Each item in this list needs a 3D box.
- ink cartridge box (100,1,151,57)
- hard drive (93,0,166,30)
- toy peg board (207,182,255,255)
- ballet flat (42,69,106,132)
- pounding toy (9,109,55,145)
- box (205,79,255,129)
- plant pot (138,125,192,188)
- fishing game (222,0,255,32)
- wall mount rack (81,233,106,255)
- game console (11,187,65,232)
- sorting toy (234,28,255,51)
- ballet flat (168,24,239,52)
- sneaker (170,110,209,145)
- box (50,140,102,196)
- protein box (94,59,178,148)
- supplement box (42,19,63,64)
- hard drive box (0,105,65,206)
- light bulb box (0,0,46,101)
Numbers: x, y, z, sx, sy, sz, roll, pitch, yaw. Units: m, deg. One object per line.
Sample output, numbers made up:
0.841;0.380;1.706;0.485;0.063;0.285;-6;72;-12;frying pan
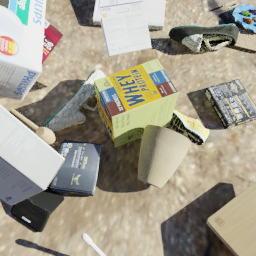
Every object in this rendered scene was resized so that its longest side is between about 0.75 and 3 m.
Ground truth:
-0.071;-2.691;7.622;1.271;0.259;1.274;-14;103;-14;ink cartridge box
0.094;-4.783;10.948;2.699;0.355;1.780;6;76;3;hard drive
3.412;2.694;6.940;2.097;1.026;2.088;-30;50;-16;toy peg board
-1.466;-0.729;8.719;0.998;0.998;2.782;31;66;15;ballet flat
-3.025;0.525;7.772;2.744;1.569;1.574;-9;60;17;pounding toy
3.354;-0.807;9.019;1.202;0.366;1.491;-18;63;-8;box
0.844;0.846;7.701;1.368;1.368;1.461;21;78;11;plant pot
4.920;-4.335;10.827;1.778;0.386;2.484;-29;64;-24;fishing game
-0.640;3.873;6.121;2.438;1.046;2.805;37;67;18;wall mount rack
-2.443;2.106;7.604;1.064;0.619;0.936;26;95;14;game console
4.443;-3.292;10.476;1.042;0.190;0.964;20;63;5;sorting toy
2.730;-3.235;10.043;2.509;0.853;0.858;-3;74;5;ballet flat
1.873;-0.101;8.601;1.428;0.558;0.645;43;58;17;sneaker
-1.424;1.114;7.955;1.177;0.381;1.493;7;60;2;box
0.195;-0.659;8.077;1.886;1.873;1.273;-22;64;-11;protein box
-3.354;-2.695;9.516;1.254;0.701;2.304;38;61;-25;supplement box
-2.199;0.400;4.631;1.790;1.395;0.687;45;44;-19;hard drive box
-3.448;-2.335;6.521;2.620;1.635;2.597;11;64;-34;light bulb box
